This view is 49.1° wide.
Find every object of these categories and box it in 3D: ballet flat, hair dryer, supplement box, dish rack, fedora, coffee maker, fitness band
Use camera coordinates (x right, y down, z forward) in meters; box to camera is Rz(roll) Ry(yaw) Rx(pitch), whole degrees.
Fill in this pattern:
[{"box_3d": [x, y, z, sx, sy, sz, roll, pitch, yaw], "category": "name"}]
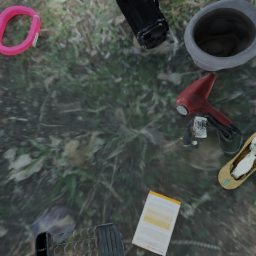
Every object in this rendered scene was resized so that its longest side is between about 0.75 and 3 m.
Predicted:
[{"box_3d": [3.539, 0.801, 7.860, 0.827, 0.760, 2.410, 43, 74, 15], "category": "ballet flat"}, {"box_3d": [2.399, -0.504, 8.562, 1.977, 0.705, 2.596, 7, 73, -16], "category": "hair dryer"}, {"box_3d": [0.745, 2.482, 7.342, 0.875, 0.511, 1.389, 20, 70, 8], "category": "supplement box"}, {"box_3d": [-1.149, 3.291, 7.004, 2.159, 0.589, 1.656, -9, 70, -4], "category": "dish rack"}, {"box_3d": [3.010, -2.775, 9.014, 2.590, 1.169, 2.291, -41, 73, -12], "category": "fedora"}, {"box_3d": [0.366, -3.680, 9.041, 1.252, 1.786, 1.859, -38, 66, 28], "category": "coffee maker"}, {"box_3d": [-3.844, -3.398, 9.686, 1.448, 0.377, 2.017, 5, 68, 2], "category": "fitness band"}]
